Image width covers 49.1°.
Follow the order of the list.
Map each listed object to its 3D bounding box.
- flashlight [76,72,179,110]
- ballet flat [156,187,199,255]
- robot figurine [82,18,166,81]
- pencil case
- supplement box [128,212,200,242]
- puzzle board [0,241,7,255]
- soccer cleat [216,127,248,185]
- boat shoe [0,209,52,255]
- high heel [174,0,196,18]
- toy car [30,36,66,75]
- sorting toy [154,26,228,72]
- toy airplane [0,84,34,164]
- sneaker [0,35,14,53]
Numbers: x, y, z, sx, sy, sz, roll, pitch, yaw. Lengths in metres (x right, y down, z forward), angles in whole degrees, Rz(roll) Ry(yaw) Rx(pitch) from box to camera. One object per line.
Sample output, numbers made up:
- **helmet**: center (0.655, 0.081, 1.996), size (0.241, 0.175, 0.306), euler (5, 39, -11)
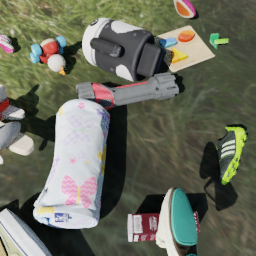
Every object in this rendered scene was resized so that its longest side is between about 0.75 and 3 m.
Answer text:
- **flashlight**: center (-0.047, -1.033, 7.909), size (2.735, 0.929, 0.926), euler (-13, 84, -12)
- **ballet flat**: center (0.673, 1.695, 3.810), size (0.623, 0.623, 1.794), euler (-7, 52, -4)
- **robot figurine**: center (-0.157, -2.320, 8.244), size (2.432, 1.827, 1.518), euler (24, 73, 17)
- **pencil case**: center (-1.203, 0.788, 6.512), size (1.356, 1.243, 2.990), euler (0, 58, 8)
- **supplement box**: center (0.717, 2.104, 5.954), size (1.432, 0.779, 0.436), euler (-1, 58, -2)
- **puzzle board**: center (-3.102, 2.778, 5.593), size (1.251, 0.144, 1.660), euler (-25, 81, -23)
- **soccer cleat**: center (2.495, 0.670, 7.063), size (0.654, 0.544, 1.613), euler (10, 61, 38)
- **boat shoe**: center (-1.912, 2.730, 5.501), size (0.801, 0.930, 2.584), euler (-40, 69, -20)
- **high heel**: center (2.074, -4.834, 10.268), size (1.042, 0.731, 2.168), euler (-30, 59, -5)
- **toy car**: center (-2.291, -2.087, 8.668), size (1.016, 0.975, 1.102), euler (-28, 90, -26)
- **sorting toy**: center (2.100, -2.836, 9.287), size (2.336, 0.344, 1.727), euler (-23, 61, -13)
- **toy airplane**: center (-3.814, -0.117, 6.674), size (2.712, 1.914, 2.700), euler (-18, 59, -10)
- **sneaker**: center (-4.048, -2.839, 9.265), size (0.959, 0.390, 0.423), euler (37, 67, 20)
